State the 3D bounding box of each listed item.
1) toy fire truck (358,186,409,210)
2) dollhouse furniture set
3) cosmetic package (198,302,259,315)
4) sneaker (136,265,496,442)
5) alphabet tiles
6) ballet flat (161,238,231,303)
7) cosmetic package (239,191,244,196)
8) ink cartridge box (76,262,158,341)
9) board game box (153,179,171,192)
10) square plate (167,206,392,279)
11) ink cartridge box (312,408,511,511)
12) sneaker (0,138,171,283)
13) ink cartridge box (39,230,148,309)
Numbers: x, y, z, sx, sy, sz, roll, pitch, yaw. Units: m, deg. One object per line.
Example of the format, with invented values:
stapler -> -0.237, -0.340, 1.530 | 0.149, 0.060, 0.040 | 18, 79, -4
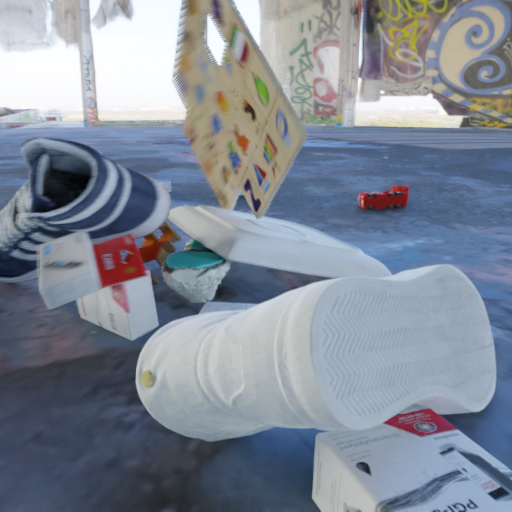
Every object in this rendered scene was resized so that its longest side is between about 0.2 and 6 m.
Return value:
toy fire truck -> 3.183, -1.459, 13.874 | 1.557, 0.379, 1.098 | -4, 16, -11
dollhouse furniture set -> -1.720, 0.051, 7.595 | 1.139, 0.593, 1.151 | -16, 36, 30
cosmetic package -> -0.223, 0.837, 5.652 | 0.700, 0.577, 0.577 | 1, 16, 9
sneaker -> 0.631, 0.789, 4.615 | 1.914, 1.220, 3.312 | -16, -18, 38
alphabet tiles -> -0.505, -2.129, 8.459 | 0.142, 3.148, 3.766 | -23, -12, -19
ballet flat -> -0.688, 0.210, 7.467 | 0.820, 0.820, 2.285 | 2, 13, 6
cosmetic package -> -0.231, -1.949, 15.274 | 0.644, 0.531, 0.531 | -3, 17, -10
ink cartridge box -> -1.683, 0.458, 6.584 | 1.043, 0.760, 0.442 | 13, 28, 37
board game box -> -3.460, -1.856, 15.302 | 1.632, 0.336, 1.628 | 8, 18, 25
square plate -> 0.306, -0.256, 8.550 | 2.790, 0.397, 2.763 | 9, 11, -27
ink cartridge box -> 1.057, 1.530, 3.318 | 0.967, 0.546, 1.318 | -6, 17, -22
sneaker -> -2.908, -0.533, 7.287 | 3.195, 1.120, 1.733 | -17, -16, 16
ink cartridge box -> -1.867, 0.038, 6.303 | 1.072, 0.272, 1.217 | -20, 30, -12
